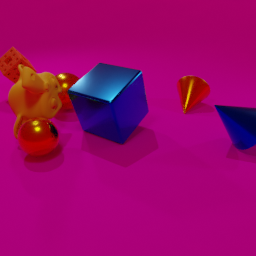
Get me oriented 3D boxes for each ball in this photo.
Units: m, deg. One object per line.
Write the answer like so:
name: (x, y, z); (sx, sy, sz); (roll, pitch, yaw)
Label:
ball: (-1.832, 0.186, 5.760); (0.816, 0.816, 0.816); (0, 28, 0)
ball: (-1.713, -1.019, 7.786); (1.031, 1.031, 1.031); (0, 28, 0)

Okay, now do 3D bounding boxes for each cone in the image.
cone: (2.212, -0.226, 5.909); (1.029, 1.025, 1.025); (30, 24, -14)
cone: (1.732, -0.778, 7.977); (1.001, 1.001, 1.005); (12, 56, 21)

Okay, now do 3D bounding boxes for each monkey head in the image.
monkey head: (-2.234, -0.767, 6.299); (1.162, 1.387, 1.928); (-10, 68, 14)

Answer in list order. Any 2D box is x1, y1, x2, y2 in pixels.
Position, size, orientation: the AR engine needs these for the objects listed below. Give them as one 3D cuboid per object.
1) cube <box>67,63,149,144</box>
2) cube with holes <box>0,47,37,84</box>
cube: (-0.401, -0.600, 6.482); (1.231, 1.231, 1.231); (18, 51, 30)
cube with holes: (-3.409, -1.855, 8.565); (0.719, 0.719, 0.719); (-42, 59, 1)
